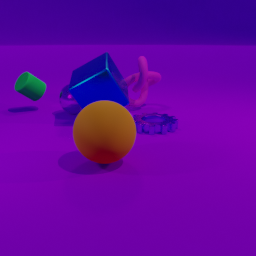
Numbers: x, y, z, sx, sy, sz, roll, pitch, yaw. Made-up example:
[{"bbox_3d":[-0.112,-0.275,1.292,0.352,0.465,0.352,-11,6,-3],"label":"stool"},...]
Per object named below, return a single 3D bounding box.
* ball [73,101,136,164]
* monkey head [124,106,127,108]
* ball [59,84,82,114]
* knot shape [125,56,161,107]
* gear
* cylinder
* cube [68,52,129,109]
[{"bbox_3d":[-0.462,0.081,5.571,1.249,1.249,1.249,0,18,0],"label":"ball"},{"bbox_3d":[-0.419,-0.757,9.109,0.756,0.633,1.051,-6,52,-20],"label":"monkey head"},{"bbox_3d":[-1.775,-0.970,9.308,1.023,1.023,1.023,0,18,0],"label":"ball"},{"bbox_3d":[0.458,-1.687,9.709,0.803,1.627,1.739,33,54,23],"label":"knot shape"},{"bbox_3d":[0.736,-0.146,8.043,1.363,0.252,1.363,0,18,0],"label":"gear"},{"bbox_3d":[-3.363,-1.420,9.661,0.753,0.753,0.753,18,-12,43],"label":"cylinder"},{"bbox_3d":[-0.832,-1.218,8.303,1.277,1.277,1.277,-25,33,13],"label":"cube"}]
